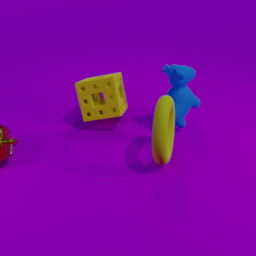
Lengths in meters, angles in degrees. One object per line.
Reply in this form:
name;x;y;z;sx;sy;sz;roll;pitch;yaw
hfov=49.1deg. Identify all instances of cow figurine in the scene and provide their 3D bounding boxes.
cow figurine;1.382;-0.948;8.062;1.636;1.663;0.913;32;2;-42

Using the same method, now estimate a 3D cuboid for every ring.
ring;0.906;0.055;6.966;0.346;1.729;1.729;4;32;15

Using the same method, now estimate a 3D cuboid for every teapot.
teapot;-3.295;0.382;7.050;0.884;1.122;1.805;-6;0;-5

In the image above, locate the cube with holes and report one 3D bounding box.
cube with holes;-0.770;-0.976;8.613;1.163;1.163;1.163;-8;15;12
